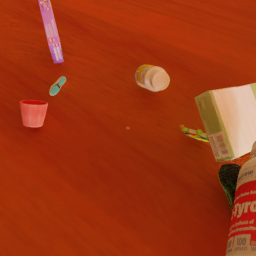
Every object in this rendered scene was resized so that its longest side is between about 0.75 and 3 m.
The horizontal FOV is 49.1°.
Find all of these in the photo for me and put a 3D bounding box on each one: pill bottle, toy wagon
[{"bbox_3d":[2.908,1.583,5.396,1.638,1.638,2.918,16,54,14],"label":"pill bottle"},{"bbox_3d":[1.951,0.162,8.184,1.022,0.793,0.202,19,84,-14],"label":"toy wagon"},{"bbox_3d":[0.840,-1.690,9.515,0.821,0.821,1.478,-14,20,-13],"label":"pill bottle"}]

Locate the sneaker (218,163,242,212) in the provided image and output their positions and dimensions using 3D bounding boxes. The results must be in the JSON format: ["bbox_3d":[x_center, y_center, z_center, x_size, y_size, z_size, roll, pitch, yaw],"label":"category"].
[{"bbox_3d":[2.675,1.655,6.943,0.675,0.737,1.730,-10,50,8],"label":"sneaker"}]

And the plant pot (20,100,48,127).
[{"bbox_3d":[-2.945,-0.445,8.712,0.825,0.730,0.825,8,14,-2],"label":"plant pot"}]

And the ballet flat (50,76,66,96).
[{"bbox_3d":[-2.585,-1.516,10.123,0.322,0.322,0.927,22,58,19],"label":"ballet flat"}]

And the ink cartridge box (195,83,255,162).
[{"bbox_3d":[3.194,-0.261,7.988,2.562,0.614,1.864,-13,83,-37],"label":"ink cartridge box"}]

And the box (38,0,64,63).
[{"bbox_3d":[-2.919,-3.756,10.604,0.422,1.477,2.158,-13,79,-10],"label":"box"}]
